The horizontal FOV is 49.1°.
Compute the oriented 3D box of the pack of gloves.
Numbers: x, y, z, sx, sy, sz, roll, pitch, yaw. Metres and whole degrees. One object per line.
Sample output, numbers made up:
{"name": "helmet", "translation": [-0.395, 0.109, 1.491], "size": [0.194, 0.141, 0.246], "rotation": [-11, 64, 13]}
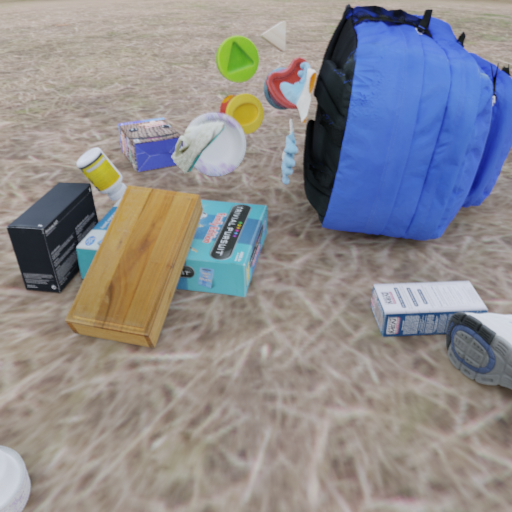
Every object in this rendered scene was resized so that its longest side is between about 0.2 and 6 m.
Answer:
{"name": "pack of gloves", "translation": [0.585, -2.576, 10.567], "size": [0.483, 2.056, 2.447], "rotation": [12, 23, -4]}

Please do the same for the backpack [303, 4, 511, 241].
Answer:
{"name": "backpack", "translation": [3.156, -2.829, 11.676], "size": [4.274, 4.139, 5.094], "rotation": [7, 31, 7]}

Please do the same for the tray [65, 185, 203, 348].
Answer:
{"name": "tray", "translation": [-1.943, 0.072, 9.335], "size": [1.369, 0.514, 2.777], "rotation": [8, 58, 11]}

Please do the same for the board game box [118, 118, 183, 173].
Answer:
{"name": "board game box", "translation": [-2.840, -3.015, 15.109], "size": [1.326, 0.805, 1.663], "rotation": [-14, 35, -22]}

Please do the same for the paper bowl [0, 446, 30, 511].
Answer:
{"name": "paper bowl", "translation": [-3.141, 2.587, 6.292], "size": [1.063, 0.553, 1.063], "rotation": [0, 30, 0]}

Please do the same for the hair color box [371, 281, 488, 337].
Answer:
{"name": "hair color box", "translation": [2.780, 0.853, 9.138], "size": [1.642, 0.497, 0.821], "rotation": [-2, 32, -2]}

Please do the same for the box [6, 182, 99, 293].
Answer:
{"name": "box", "translation": [-3.642, -0.394, 10.370], "size": [0.738, 1.322, 1.873], "rotation": [5, 32, 9]}

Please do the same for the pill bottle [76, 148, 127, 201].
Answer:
{"name": "pill bottle", "translation": [-2.959, -1.560, 10.860], "size": [0.554, 0.990, 0.554], "rotation": [-23, 35, 18]}

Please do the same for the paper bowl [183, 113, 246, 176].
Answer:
{"name": "paper bowl", "translation": [-0.881, -2.339, 11.706], "size": [1.281, 1.281, 0.666], "rotation": [-6, 17, -9]}

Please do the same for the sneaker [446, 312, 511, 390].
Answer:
{"name": "sneaker", "translation": [4.015, 1.584, 7.432], "size": [1.349, 1.154, 3.097], "rotation": [-10, 33, -24]}

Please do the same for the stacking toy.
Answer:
{"name": "stacking toy", "translation": [0.005, -3.907, 12.310], "size": [2.185, 1.978, 0.923], "rotation": [-26, 23, -15]}

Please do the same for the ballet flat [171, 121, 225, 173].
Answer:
{"name": "ballet flat", "translation": [-1.172, -2.072, 10.420], "size": [0.614, 0.614, 1.710], "rotation": [-23, -6, -32]}

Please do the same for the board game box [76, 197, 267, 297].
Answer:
{"name": "board game box", "translation": [-1.486, -0.312, 10.819], "size": [3.083, 0.724, 2.328], "rotation": [5, 32, 9]}
